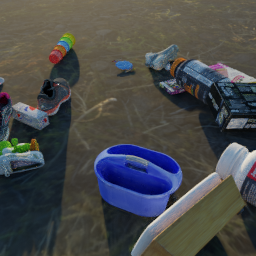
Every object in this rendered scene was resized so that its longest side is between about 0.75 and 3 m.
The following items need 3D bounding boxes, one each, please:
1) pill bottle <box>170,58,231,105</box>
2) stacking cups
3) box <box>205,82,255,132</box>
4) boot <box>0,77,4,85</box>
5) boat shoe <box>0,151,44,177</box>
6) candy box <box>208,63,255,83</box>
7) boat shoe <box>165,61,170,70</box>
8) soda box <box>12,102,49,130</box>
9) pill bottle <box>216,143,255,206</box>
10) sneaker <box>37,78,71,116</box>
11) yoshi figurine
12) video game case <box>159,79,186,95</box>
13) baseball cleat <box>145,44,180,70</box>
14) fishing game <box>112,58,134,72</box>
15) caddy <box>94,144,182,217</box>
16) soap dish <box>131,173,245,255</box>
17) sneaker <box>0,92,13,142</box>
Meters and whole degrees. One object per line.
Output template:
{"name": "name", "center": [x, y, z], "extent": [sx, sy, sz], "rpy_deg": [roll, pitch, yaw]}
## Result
{"name": "pill bottle", "center": [3.072, -2.149, 12.355], "extent": [1.398, 1.398, 2.633], "rpy_deg": [-23, 47, -28]}
{"name": "stacking cups", "center": [-4.042, -4.772, 16.824], "extent": [0.899, 0.899, 2.971], "rpy_deg": [6, 38, 8]}
{"name": "box", "center": [4.325, -0.806, 10.486], "extent": [2.211, 0.952, 1.811], "rpy_deg": [-1, 47, -11]}
{"name": "boot", "center": [-6.773, -2.338, 13.587], "extent": [0.533, 0.693, 1.450], "rpy_deg": [28, 45, 33]}
{"name": "boat shoe", "center": [-3.531, 1.162, 8.894], "extent": [1.673, 0.617, 0.537], "rpy_deg": [-8, 32, -23]}
{"name": "candy box", "center": [4.648, -2.158, 13.258], "extent": [1.754, 0.785, 2.573], "rpy_deg": [-20, 41, -26]}
{"name": "boat shoe", "center": [2.188, -3.449, 15.484], "extent": [0.276, 0.251, 0.751], "rpy_deg": [2, 36, 3]}
{"name": "soda box", "center": [-3.930, -0.494, 11.189], "extent": [1.614, 0.551, 0.512], "rpy_deg": [20, 40, 26]}
{"name": "pill bottle", "center": [3.811, 1.471, 7.693], "extent": [1.505, 1.505, 2.517], "rpy_deg": [-30, 45, -34]}
{"name": "sneaker", "center": [-3.217, -1.688, 12.266], "extent": [1.097, 1.166, 2.848], "rpy_deg": [2, 36, 1]}
{"name": "yoshi figurine", "center": [-3.813, 0.652, 9.523], "extent": [1.426, 0.801, 0.798], "rpy_deg": [-11, 22, -11]}
{"name": "video game case", "center": [2.304, -2.038, 13.589], "extent": [1.182, 0.212, 1.071], "rpy_deg": [-16, 39, -21]}
{"name": "baseball cleat", "center": [1.858, -4.147, 15.861], "extent": [1.438, 0.942, 2.703], "rpy_deg": [19, 40, 24]}
{"name": "fishing game", "center": [-0.220, -3.469, 15.574], "extent": [0.971, 0.211, 1.356], "rpy_deg": [-27, 52, -32]}
{"name": "caddy", "center": [0.261, 1.351, 8.016], "extent": [2.520, 1.323, 1.781], "rpy_deg": [15, 38, 19]}
{"name": "soap dish", "center": [1.359, 2.284, 6.327], "extent": [2.515, 1.979, 1.021], "rpy_deg": [-27, 61, -32]}
{"name": "sneaker", "center": [-4.737, -0.338, 10.184], "extent": [0.864, 0.801, 2.144], "rpy_deg": [6, 55, -17]}
